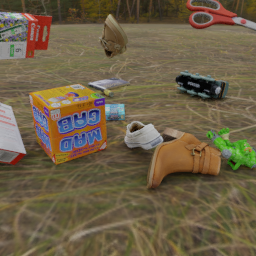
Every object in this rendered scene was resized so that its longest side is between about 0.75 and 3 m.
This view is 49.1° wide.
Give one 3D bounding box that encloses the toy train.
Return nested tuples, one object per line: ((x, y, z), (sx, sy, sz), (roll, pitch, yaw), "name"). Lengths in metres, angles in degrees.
((3.535, -2.082, 13.539), (1.485, 1.110, 2.605), (-3, 21, -37), "toy train")

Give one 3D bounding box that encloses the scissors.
((2.884, -2.912, 7.384), (2.725, 0.190, 0.997), (8, 69, 4), "scissors")

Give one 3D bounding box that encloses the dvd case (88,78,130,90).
((-1.019, -2.379, 15.079), (1.840, 0.147, 1.368), (-22, 33, -37), "dvd case")

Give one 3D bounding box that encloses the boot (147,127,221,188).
((1.537, 0.942, 7.457), (1.751, 0.834, 2.263), (22, 47, 10), "boot")

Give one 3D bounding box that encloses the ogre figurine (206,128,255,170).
((3.098, 0.645, 8.022), (0.806, 1.642, 0.985), (-39, 30, 21), "ogre figurine")

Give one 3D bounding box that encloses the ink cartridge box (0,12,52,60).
((-3.700, -3.145, 9.611), (2.566, 1.398, 0.646), (-16, 48, -42), "ink cartridge box")

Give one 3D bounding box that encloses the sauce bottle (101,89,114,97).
((-1.024, -1.720, 13.578), (0.267, 0.267, 0.826), (-20, 32, -35), "sauce bottle")

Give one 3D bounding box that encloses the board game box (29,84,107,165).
((-1.847, -0.216, 8.712), (1.726, 1.727, 1.728), (-16, 30, -30), "board game box")

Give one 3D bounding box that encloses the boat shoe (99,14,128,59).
((-0.401, -2.204, 7.108), (0.581, 0.641, 1.799), (-34, -7, -2), "boat shoe")

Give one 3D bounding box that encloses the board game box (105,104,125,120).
((-0.562, -0.650, 11.329), (0.844, 0.262, 1.118), (-1, 26, -2), "board game box")

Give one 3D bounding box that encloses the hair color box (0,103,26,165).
((-3.742, 0.069, 8.025), (1.059, 0.610, 1.909), (26, 30, -55), "hair color box")

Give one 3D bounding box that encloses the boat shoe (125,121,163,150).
((0.310, 0.134, 8.330), (0.761, 0.749, 2.145), (-30, 9, -12), "boat shoe")
